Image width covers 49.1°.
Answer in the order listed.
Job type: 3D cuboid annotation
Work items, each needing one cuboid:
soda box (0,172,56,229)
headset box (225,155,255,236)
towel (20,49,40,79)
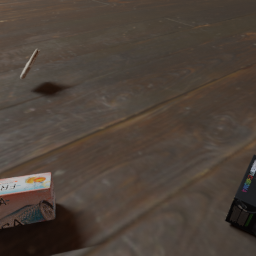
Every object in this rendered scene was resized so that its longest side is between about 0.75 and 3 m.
[{"bbox_3d":[-2.519,1.459,5.375,2.152,0.736,0.684,-7,19,-10],"label":"soda box"},{"bbox_3d":[2.986,1.489,5.429,1.657,0.769,1.442,24,42,26],"label":"headset box"},{"bbox_3d":[-3.583,-2.357,10.249,0.194,0.744,1.123,30,45,-23],"label":"towel"}]
